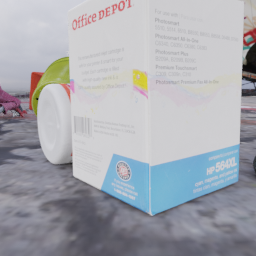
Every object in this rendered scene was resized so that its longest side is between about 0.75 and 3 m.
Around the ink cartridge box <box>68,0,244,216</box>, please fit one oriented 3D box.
[{"bbox_3d":[0.348,-0.628,3.905,1.756,2.804,1.802,-6,10,-37],"label":"ink cartridge box"}]

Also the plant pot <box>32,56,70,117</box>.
[{"bbox_3d":[-2.266,-1.139,10.095,2.516,2.516,2.423,1,22,4],"label":"plant pot"}]

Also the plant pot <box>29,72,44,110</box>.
[{"bbox_3d":[-4.387,-2.079,17.138,2.066,2.343,2.345,18,17,36],"label":"plant pot"}]

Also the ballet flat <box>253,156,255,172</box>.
[{"bbox_3d":[2.181,0.564,3.599,0.630,0.539,1.897,-1,8,-5],"label":"ballet flat"}]

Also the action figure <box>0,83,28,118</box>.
[{"bbox_3d":[-5.732,-1.426,12.705,2.712,2.019,1.816,32,2,-28],"label":"action figure"}]

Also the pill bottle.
[{"bbox_3d":[-0.335,-0.148,5.523,2.541,1.415,1.415,-5,9,-33],"label":"pill bottle"}]
